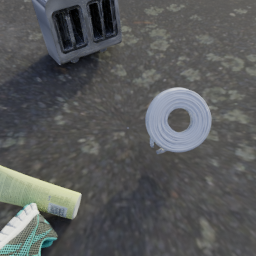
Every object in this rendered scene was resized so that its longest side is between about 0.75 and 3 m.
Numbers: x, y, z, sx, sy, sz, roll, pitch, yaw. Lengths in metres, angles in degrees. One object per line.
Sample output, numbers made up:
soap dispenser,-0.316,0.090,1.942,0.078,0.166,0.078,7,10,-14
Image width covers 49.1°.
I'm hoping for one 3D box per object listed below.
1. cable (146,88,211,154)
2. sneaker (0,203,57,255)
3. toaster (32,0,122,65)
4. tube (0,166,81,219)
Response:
cable,1.138,-0.181,6.391,1.471,0.509,1.471,-12,94,2
sneaker,-1.896,2.173,4.575,0.954,0.812,2.092,42,34,-2
toaster,-1.545,-3.520,8.755,2.336,2.584,1.533,-25,48,-18
tube,-2.009,1.294,5.694,2.079,0.540,0.603,15,51,1
